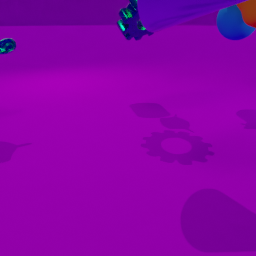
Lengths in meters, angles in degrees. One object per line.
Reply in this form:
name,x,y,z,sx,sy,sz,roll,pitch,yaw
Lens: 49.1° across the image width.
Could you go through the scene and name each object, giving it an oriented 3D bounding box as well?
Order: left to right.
monkey head,-3.370,-1.675,6.058,1.693,1.218,1.020,-3,4,-6
gear,0.493,-2.639,6.396,1.553,0.287,1.553,-29,-11,-6
cone,1.059,-1.926,3.945,1.363,1.358,1.358,22,30,26
ball,3.195,-3.167,8.166,1.169,1.169,1.169,0,22,0
cow figurine,3.044,-3.350,7.294,1.571,1.597,0.876,-5,10,45
